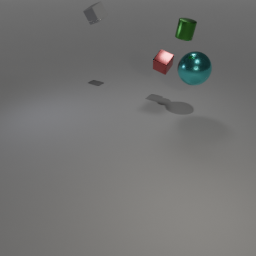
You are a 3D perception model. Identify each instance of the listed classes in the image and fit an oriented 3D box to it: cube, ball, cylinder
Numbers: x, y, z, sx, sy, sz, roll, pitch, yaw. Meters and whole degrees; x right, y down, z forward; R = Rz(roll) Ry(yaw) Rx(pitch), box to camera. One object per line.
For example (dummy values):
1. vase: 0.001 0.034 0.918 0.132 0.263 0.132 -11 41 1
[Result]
1. cube: -1.519 -5.394 13.167 0.700 0.700 0.700 3 43 45
2. cube: 1.617 -3.029 12.893 0.700 0.700 0.700 29 69 16
3. ball: 2.773 -2.475 11.682 1.400 1.400 1.400 0 29 0
4. cylinder: 2.251 -3.846 10.908 0.700 0.700 0.700 7 34 -5
